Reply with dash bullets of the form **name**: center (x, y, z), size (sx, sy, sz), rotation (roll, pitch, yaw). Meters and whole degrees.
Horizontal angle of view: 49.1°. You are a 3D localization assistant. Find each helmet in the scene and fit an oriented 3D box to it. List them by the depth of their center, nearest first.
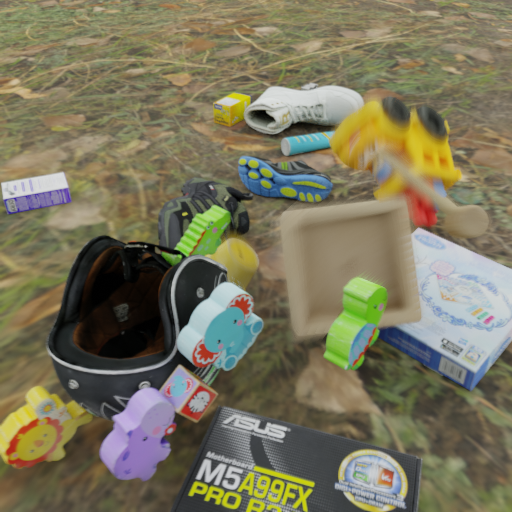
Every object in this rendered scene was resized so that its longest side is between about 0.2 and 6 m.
- **helmet**: center (-1.526, 1.056, 7.650), size (2.462, 2.462, 2.347), rotation (12, 82, 16)

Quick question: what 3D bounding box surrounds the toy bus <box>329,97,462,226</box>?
- **toy bus**: center (2.920, -1.747, 11.329), size (2.400, 1.629, 2.304), rotation (5, 62, -34)

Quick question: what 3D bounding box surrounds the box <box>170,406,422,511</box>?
- **box**: center (0.439, 3.025, 6.476), size (2.677, 0.593, 2.145), rotation (11, 38, 15)

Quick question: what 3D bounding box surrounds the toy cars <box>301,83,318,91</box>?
- **toy cars**: center (1.768, -5.181, 17.857), size (0.622, 0.307, 1.387), rotation (-2, 33, -7)

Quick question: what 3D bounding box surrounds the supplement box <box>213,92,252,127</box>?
- **supplement box**: center (-0.680, -4.285, 16.362), size (0.606, 0.610, 1.113), rotation (21, 41, 27)

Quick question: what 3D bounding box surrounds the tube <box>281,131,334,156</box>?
- **tube**: center (1.529, -3.011, 14.856), size (1.796, 0.453, 0.696), rotation (-15, 51, -26)

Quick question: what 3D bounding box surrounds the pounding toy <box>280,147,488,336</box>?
- **pounding toy**: center (1.840, -0.257, 8.447), size (2.864, 2.516, 1.311), rotation (-7, -3, 1)

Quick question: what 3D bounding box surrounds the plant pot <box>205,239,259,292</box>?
- **plant pot**: center (-0.508, 0.261, 9.559), size (1.046, 0.984, 1.046), rotation (30, 30, -20)

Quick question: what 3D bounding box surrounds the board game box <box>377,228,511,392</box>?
- **board game box**: center (3.132, 0.749, 9.505), size (2.493, 0.541, 2.481), rotation (31, 51, 34)

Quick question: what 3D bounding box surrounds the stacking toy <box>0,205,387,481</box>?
- **stacking toy**: center (-0.867, 1.393, 6.454), size (3.188, 0.993, 4.228), rotation (27, 76, 42)

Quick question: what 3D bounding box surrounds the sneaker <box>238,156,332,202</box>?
- **sneaker**: center (0.656, -1.799, 12.968), size (2.286, 0.810, 0.947), rotation (15, 28, 14)

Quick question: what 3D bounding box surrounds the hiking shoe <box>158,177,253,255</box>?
- **hiking shoe**: center (-0.934, -0.696, 11.045), size (1.526, 1.148, 3.032), rotation (3, 36, 10)

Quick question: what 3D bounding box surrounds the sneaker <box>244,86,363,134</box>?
- **sneaker**: center (1.232, -3.907, 15.530), size (3.146, 1.159, 1.818), rotation (9, 38, 28)

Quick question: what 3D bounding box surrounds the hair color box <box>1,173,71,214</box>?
- **hair color box**: center (-4.957, -1.421, 12.634), size (1.380, 0.447, 0.755), rotation (-12, 39, -19)
